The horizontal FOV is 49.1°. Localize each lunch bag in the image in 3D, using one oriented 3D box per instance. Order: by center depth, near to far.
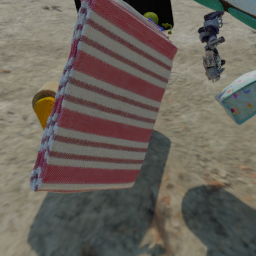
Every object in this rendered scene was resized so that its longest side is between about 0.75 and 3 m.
[{"bbox_3d":[2.835,-0.814,6.446,1.402,0.855,1.194,-37,4,14],"label":"lunch bag"}]

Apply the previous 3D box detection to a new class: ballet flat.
[{"bbox_3d":[2.917,-3.664,7.863,2.806,0.974,0.974,38,52,25],"label":"ballet flat"}]

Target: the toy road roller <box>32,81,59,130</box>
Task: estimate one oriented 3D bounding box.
[{"bbox_3d":[-0.872,-0.159,4.991,1.111,1.521,0.935,-19,24,5],"label":"toy road roller"}]

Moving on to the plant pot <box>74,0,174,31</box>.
[{"bbox_3d":[-0.280,-4.018,8.689,2.590,2.584,2.298,0,27,28],"label":"plant pot"}]

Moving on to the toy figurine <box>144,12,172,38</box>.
[{"bbox_3d":[0.682,-2.097,6.561,0.933,1.060,1.769,20,77,-9],"label":"toy figurine"}]

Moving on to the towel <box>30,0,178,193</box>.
[{"bbox_3d":[-0.255,-0.383,4.576,0.444,2.967,2.171,20,4,41],"label":"towel"}]

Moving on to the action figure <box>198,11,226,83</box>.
[{"bbox_3d":[2.107,-1.947,6.905,0.649,1.217,1.871,-2,65,11],"label":"action figure"}]
